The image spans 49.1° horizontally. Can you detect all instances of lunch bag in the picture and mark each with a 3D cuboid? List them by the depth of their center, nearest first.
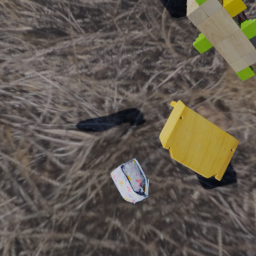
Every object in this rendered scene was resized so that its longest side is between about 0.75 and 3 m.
[{"bbox_3d":[0.081,1.109,5.706,0.502,0.670,0.790,-22,76,-27],"label":"lunch bag"}]

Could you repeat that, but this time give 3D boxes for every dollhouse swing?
[{"bbox_3d":[1.164,0.172,5.232,1.229,1.080,1.117,30,83,-15],"label":"dollhouse swing"}]

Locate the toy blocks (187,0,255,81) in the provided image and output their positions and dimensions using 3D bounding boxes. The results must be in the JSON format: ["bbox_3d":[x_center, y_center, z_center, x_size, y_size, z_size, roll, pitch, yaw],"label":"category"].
[{"bbox_3d":[2.053,-2.375,5.999,2.353,1.176,1.608,36,45,-28],"label":"toy blocks"}]
